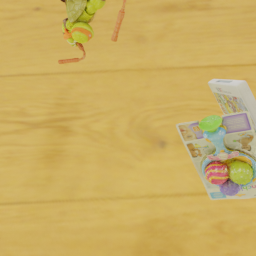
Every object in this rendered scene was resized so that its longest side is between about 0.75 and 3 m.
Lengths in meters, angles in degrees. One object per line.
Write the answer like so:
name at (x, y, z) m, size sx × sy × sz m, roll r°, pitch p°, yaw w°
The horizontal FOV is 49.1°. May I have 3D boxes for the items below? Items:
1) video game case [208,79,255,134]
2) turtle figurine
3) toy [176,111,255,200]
video game case at (1.854, -0.104, 4.479) m, size 0.169 × 1.342 × 1.475 m, roll -31°, pitch 100°, yaw 5°
turtle figurine at (-0.907, -2.538, 5.583) m, size 0.904 × 2.808 × 2.264 m, roll 12°, pitch 74°, yaw -30°
toy at (1.334, 0.555, 3.803) m, size 0.927 × 1.609 × 0.380 m, roll -12°, pitch 32°, yaw 30°
